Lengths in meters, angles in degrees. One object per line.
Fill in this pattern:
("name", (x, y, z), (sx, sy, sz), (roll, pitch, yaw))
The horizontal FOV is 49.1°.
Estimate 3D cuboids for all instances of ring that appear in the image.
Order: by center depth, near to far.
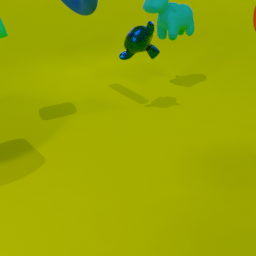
("ring", (-1.446, -3.539, 6.634), (0.381, 1.906, 1.906), (-46, 49, -13))

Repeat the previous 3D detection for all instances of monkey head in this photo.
("monkey head", (0.372, -2.151, 7.212), (0.901, 1.253, 0.755), (48, 32, 0))

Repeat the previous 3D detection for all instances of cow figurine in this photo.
("cow figurine", (1.273, -3.548, 8.436), (1.733, 1.705, 0.951), (-23, 30, -29))

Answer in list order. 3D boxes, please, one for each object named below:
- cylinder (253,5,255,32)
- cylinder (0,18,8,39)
("cylinder", (2.907, -2.087, 5.128), (0.837, 0.837, 0.837), (-10, 34, -9))
("cylinder", (-3.268, -2.342, 6.272), (0.826, 0.826, 0.826), (-25, 39, -15))
